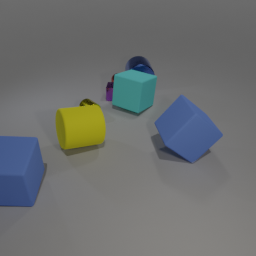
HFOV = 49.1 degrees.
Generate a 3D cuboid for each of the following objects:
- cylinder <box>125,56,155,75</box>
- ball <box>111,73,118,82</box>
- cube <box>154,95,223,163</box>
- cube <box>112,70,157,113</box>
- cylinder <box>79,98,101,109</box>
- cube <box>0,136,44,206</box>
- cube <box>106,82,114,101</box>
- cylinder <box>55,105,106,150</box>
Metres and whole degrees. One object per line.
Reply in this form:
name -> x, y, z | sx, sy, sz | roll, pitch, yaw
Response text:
cylinder -> 0.593, -2.844, 14.506 | 1.400, 1.400, 1.400 | -2, 32, -4
ball -> -0.528, -2.519, 14.667 | 0.700, 0.700, 0.700 | 0, 32, 0
cube -> 1.977, 0.025, 9.376 | 1.400, 1.400, 1.400 | 33, 21, -27
cube -> 0.289, -1.665, 12.414 | 1.400, 1.400, 1.400 | 20, 29, 26
cylinder -> -1.621, -0.817, 11.923 | 0.700, 0.700, 0.700 | -24, 39, -33
cube -> -3.272, 1.191, 7.806 | 1.400, 1.400, 1.400 | 2, 41, -2
cube -> -0.657, -1.743, 13.413 | 0.700, 0.700, 0.700 | 2, 33, 3
cylinder -> -1.671, -0.042, 9.755 | 1.400, 1.400, 1.400 | -8, 32, -26
